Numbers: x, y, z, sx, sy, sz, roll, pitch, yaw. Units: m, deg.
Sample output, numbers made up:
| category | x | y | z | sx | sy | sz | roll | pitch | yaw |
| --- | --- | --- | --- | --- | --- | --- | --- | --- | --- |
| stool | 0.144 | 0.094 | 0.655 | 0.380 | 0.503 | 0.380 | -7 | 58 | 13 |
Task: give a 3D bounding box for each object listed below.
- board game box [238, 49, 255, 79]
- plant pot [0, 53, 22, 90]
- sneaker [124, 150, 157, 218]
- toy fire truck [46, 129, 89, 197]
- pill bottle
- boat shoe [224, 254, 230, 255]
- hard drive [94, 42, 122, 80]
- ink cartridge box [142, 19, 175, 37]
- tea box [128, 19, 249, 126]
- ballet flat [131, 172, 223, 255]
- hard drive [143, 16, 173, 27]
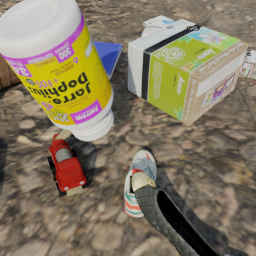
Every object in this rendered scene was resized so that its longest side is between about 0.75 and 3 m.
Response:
| category | x | y | z | sx | sy | sz | roll | pitch | yaw |
| --- | --- | --- | --- | --- | --- | --- | --- | --- | --- |
| board game box | 4.468 | -2.623 | 11.212 | 1.426 | 0.690 | 1.137 | 11 | 45 | 12 |
| plant pot | -4.176 | -2.419 | 10.428 | 1.673 | 1.690 | 1.690 | -18 | 46 | -28 |
| sneaker | 0.343 | 1.176 | 7.046 | 0.703 | 0.933 | 1.996 | 8 | 45 | 9 |
| toy fire truck | -1.487 | 0.656 | 7.058 | 1.070 | 1.663 | 1.464 | -17 | 46 | -18 |
| pill bottle | -1.160 | -0.942 | 5.450 | 1.478 | 2.836 | 1.478 | -9 | 52 | 12 |
| boat shoe | 2.402 | 2.923 | 5.588 | 1.128 | 0.415 | 0.377 | 27 | 51 | 27 |
| hard drive | -1.275 | -2.896 | 11.773 | 1.628 | 0.313 | 2.468 | 7 | 44 | 7 |
| ink cartridge box | 1.368 | -4.192 | 12.843 | 1.252 | 0.721 | 2.161 | 10 | 45 | 11 |
| tea box | 1.976 | -2.075 | 9.709 | 2.874 | 1.952 | 2.921 | 34 | 53 | 29 |
| ballet flat | 1.120 | 2.003 | 5.824 | 2.912 | 0.827 | 0.968 | 49 | 29 | 21 |
| hard drive | 1.574 | -5.490 | 14.601 | 1.368 | 0.182 | 0.902 | -32 | 52 | -29 |
